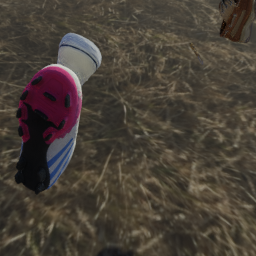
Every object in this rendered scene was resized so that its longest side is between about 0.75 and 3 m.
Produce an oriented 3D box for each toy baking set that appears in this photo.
[{"bbox_3d":[1.759,-1.892,7.172,0.085,0.734,0.563,-31,79,18],"label":"toy baking set"}]

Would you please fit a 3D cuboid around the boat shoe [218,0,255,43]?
[{"bbox_3d":[2.728,-3.038,6.998,0.925,2.576,0.976,8,68,16],"label":"boat shoe"}]

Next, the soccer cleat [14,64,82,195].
[{"bbox_3d":[-1.414,-0.020,5.257,1.004,2.874,1.241,29,35,5],"label":"soccer cleat"}]

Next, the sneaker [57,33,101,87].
[{"bbox_3d":[-1.216,-1.197,6.243,0.922,2.526,0.894,23,77,-10],"label":"sneaker"}]
